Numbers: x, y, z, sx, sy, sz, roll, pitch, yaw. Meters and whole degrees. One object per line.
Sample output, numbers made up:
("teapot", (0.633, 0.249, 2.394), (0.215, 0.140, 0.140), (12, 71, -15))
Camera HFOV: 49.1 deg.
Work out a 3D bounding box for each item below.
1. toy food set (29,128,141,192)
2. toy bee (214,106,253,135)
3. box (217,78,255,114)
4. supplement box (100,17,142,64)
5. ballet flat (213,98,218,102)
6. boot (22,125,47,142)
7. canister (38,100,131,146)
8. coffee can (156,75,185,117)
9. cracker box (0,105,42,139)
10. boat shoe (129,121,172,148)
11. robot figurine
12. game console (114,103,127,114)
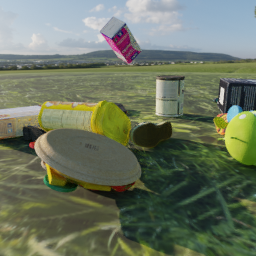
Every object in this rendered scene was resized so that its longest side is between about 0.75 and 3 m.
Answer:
("toy food set", (-0.949, 0.695, 6.567), (2.576, 0.633, 2.603), (12, 17, -24))
("toy bee", (3.681, -0.023, 9.174), (1.748, 1.451, 2.670), (11, -14, 7))
("box", (6.168, -1.563, 14.074), (2.854, 1.676, 2.807), (4, 15, 9))
("supplement box", (-0.292, -4.014, 12.973), (0.978, 0.957, 1.891), (41, -1, 35))
("ballet flat", (5.607, -1.792, 17.685), (0.315, 0.315, 0.861), (12, 21, 39))
("boot", (-2.688, 0.148, 9.551), (1.235, 0.655, 1.876), (-10, 20, -39))
("canister", (-1.363, -0.146, 8.822), (2.423, 1.049, 1.799), (5, -20, 27))
("coffee can", (2.053, -1.593, 13.733), (1.371, 1.873, 1.371), (0, 15, 0))
("cracker box", (-4.137, -0.276, 10.846), (2.729, 0.787, 1.828), (-11, 18, -33))
("boat shoe", (0.674, 0.164, 9.287), (0.700, 0.812, 2.226), (-1, 10, 38))
("robot figurine", (3.784, 0.266, 7.450), (2.522, 1.459, 2.212), (-1, -8, -1))
("game console", (-1.202, -0.986, 14.524), (2.069, 0.321, 1.830), (-3, 15, -10))
